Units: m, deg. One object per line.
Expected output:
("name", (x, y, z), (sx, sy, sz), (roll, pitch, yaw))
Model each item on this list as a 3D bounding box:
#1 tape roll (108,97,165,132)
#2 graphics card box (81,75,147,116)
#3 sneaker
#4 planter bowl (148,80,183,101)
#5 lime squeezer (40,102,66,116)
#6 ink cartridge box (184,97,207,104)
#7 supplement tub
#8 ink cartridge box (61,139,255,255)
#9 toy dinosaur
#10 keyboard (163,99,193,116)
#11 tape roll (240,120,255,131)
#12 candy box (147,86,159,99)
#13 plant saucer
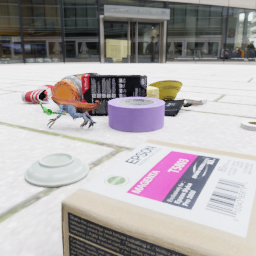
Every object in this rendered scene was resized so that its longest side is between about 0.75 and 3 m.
("tape roll", (0.298, -0.532, 10.104), (2.035, 0.865, 2.035), (0, 17, 0))
("graphics card box", (-0.538, -1.356, 11.514), (2.649, 1.662, 0.674), (-1, 14, 0))
("sneaker", (-4.264, -1.790, 14.565), (1.251, 0.793, 2.225), (4, 24, 28))
("planter bowl", (1.837, -1.709, 13.886), (1.814, 0.755, 1.814), (-3, -11, -1))
("lime squeezer", (-2.476, -0.532, 8.737), (0.436, 0.233, 1.233), (8, -11, 26))
("ink cartridge box", (3.262, -1.345, 13.850), (0.919, 0.286, 1.142), (13, 17, 35))
("supplement tub", (-2.168, -1.698, 12.850), (1.564, 1.564, 2.553), (8, 18, 25))
("ink cartridge box", (0.754, 1.127, 4.064), (2.242, 1.022, 2.721), (9, 20, 26))
("toy dinosaur", (-1.893, -0.760, 9.718), (1.894, 2.087, 1.096), (46, 26, 16))
("keyboard", (2.085, -0.930, 12.512), (1.545, 0.330, 2.573), (-2, 16, 18))
("tape roll", (4.445, -0.091, 9.805), (0.955, 0.174, 0.955), (1, 16, 0))
("candy box", (0.097, -1.596, 13.572), (1.696, 0.812, 2.938), (-12, 18, -20))
("plant saucer", (-1.580, 0.844, 6.258), (1.420, 0.356, 1.420), (0, 16, 0))
